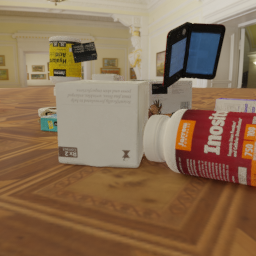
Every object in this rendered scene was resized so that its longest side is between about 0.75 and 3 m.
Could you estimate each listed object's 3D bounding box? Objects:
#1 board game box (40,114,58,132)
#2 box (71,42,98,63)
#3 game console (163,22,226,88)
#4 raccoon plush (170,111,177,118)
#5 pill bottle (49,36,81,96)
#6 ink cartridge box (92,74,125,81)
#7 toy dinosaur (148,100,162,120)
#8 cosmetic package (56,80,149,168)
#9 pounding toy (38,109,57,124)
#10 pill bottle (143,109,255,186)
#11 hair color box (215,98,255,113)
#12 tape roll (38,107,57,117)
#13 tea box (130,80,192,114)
[{"bbox_3d":[-2.022,-0.250,11.575,2.445,0.574,1.846,4,12,20],"label":"board game box"},{"bbox_3d":[-1.838,-3.187,11.812,0.981,0.692,0.387,-11,-20,-12],"label":"box"},{"bbox_3d":[2.722,-2.953,11.798,1.519,2.560,2.206,28,47,30],"label":"game console"},{"bbox_3d":[1.866,-0.072,10.272,1.739,0.841,1.165,9,22,37],"label":"raccoon plush"},{"bbox_3d":[-3.083,-2.992,13.850,1.562,2.806,1.562,1,10,0],"label":"pill bottle"},{"bbox_3d":[-0.770,-1.409,11.784,0.950,1.639,2.220,1,7,9],"label":"ink cartridge box"},{"bbox_3d":[0.617,-0.627,12.142,1.968,1.246,2.903,16,21,3],"label":"toy dinosaur"},{"bbox_3d":[-0.542,-0.280,7.780,2.049,2.051,2.486,2,11,9],"label":"cosmetic package"},{"bbox_3d":[-3.519,-0.310,12.526,0.776,0.778,1.356,27,20,-5],"label":"pounding toy"},{"bbox_3d":[1.728,0.345,6.086,2.608,1.473,1.473,5,12,28],"label":"pill bottle"},{"bbox_3d":[4.732,-0.546,11.380,2.228,1.218,0.722,9,13,35],"label":"hair color box"},{"bbox_3d":[-3.881,-0.893,15.447,2.044,0.373,2.044,-1,11,0],"label":"tape roll"},{"bbox_3d":[1.830,-1.909,16.620,2.839,1.897,2.793,-4,12,-22],"label":"tea box"}]
